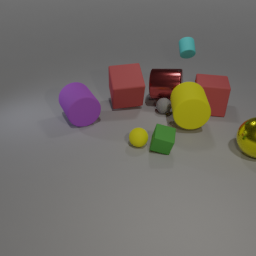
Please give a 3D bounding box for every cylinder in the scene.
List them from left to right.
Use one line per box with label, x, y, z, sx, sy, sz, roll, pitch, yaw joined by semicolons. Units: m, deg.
cylinder;-2.020;-0.988;11.637;1.400;1.400;1.400;-14;39;-23
cylinder;1.765;-2.014;12.874;1.400;1.400;1.400;4;29;14
cylinder;2.671;-3.623;12.671;0.700;0.700;0.700;-1;71;-2
cylinder;2.423;-0.896;11.009;1.400;1.400;1.400;1;35;2

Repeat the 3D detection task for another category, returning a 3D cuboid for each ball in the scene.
ball;0.381;0.335;10.100;0.700;0.700;0.700;0;29;0
ball;1.598;-0.993;12.491;0.700;0.700;0.700;0;29;0
ball;4.413;0.322;9.469;1.400;1.400;1.400;0;29;0

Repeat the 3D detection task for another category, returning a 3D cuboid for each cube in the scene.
cube;-0.089;-1.880;12.617;1.400;1.400;1.400;-7;58;-7
cube;1.208;0.390;9.729;0.700;0.700;0.700;15;47;-1
cube;3.684;-1.484;12.554;1.400;1.400;1.400;7;33;9
